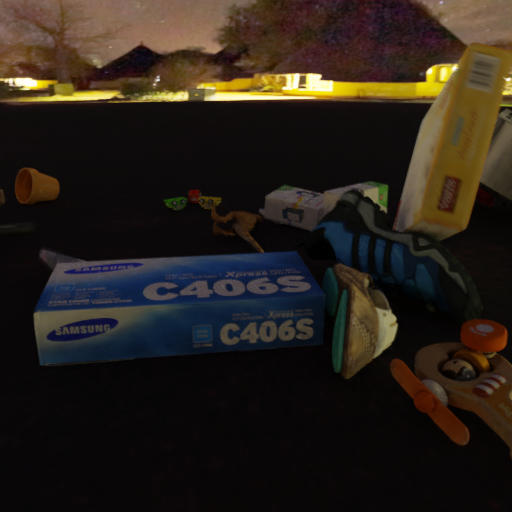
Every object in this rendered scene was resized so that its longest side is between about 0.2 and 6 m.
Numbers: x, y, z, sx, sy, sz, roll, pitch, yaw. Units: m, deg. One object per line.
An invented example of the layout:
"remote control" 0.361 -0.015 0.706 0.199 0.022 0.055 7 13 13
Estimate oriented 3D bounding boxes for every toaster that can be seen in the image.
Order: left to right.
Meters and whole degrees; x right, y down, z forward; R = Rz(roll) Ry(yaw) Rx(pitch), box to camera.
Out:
"toaster" 5.778 -1.876 11.944 2.365 1.552 2.616 34 31 17

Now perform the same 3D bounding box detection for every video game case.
"video game case" -2.792 0.202 8.675 0.850 0.113 1.190 18 6 -38
"video game case" 0.661 -0.919 12.414 0.904 0.109 0.992 -7 21 -20

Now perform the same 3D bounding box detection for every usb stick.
"usb stick" -4.929 -0.525 11.119 0.947 0.154 0.262 -5 59 -13

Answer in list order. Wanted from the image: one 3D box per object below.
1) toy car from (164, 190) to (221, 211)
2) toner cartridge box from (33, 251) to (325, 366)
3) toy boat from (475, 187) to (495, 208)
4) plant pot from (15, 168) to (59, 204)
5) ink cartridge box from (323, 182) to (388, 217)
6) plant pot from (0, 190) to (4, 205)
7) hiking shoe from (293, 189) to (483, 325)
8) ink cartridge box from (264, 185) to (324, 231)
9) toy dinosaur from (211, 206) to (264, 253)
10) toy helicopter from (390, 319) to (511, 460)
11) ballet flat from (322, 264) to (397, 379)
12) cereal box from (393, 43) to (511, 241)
"toy car" -1.592 -1.255 13.113 1.212 0.287 1.287 -14 23 -33
"toner cartridge box" -0.927 0.589 7.155 3.322 0.717 1.578 -3 20 -9
"toy boat" 4.966 -1.526 13.227 1.265 0.827 0.825 48 8 20
"plant pot" -5.278 -1.659 13.614 0.854 0.854 0.782 16 9 39
"ink cartridge box" 1.949 -0.893 11.036 1.284 0.937 0.540 -15 25 -33
"plant pot" -5.526 -0.628 10.029 1.981 0.914 1.981 -8 6 1
"hiking shoe" 1.881 0.229 8.134 1.305 1.120 3.010 -41 41 -4
"ink cartridge box" 0.925 -1.008 11.758 1.251 0.547 0.909 19 31 25
"toy dinosaur" -0.286 -0.595 10.697 1.140 0.649 2.147 3 20 4
"toy helicopter" 2.042 1.329 5.124 1.226 0.731 1.854 -6 22 -10
"ballet flat" 1.276 0.700 6.765 0.795 0.858 2.434 9 22 0
"cereal box" 2.841 -1.409 8.650 0.662 2.408 3.348 15 -1 8
